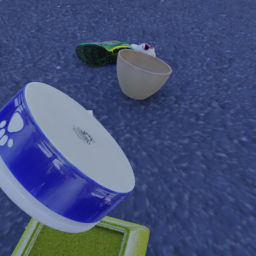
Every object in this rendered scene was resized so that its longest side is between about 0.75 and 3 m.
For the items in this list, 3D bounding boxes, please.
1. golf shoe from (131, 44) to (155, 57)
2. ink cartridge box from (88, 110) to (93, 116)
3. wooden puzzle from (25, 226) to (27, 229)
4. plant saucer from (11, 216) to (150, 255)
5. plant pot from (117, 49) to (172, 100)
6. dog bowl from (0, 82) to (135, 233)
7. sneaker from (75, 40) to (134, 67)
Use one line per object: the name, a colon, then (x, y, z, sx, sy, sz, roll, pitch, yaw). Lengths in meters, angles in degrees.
golf shoe: (0.637, -3.336, 11.871, 0.576, 0.700, 1.530, -30, 50, -27)
ink cartridge box: (-1.801, 0.053, 8.329, 1.545, 0.644, 1.122, -2, 44, -2)
wooden puzzle: (-1.767, 2.284, 6.311, 0.884, 0.205, 0.819, -26, 49, -25)
plant saucer: (-1.088, 2.692, 5.445, 2.695, 0.645, 2.691, 12, 45, 8)
plant pot: (0.390, -1.719, 9.598, 1.865, 1.252, 1.865, 15, 30, -9)
dog bowl: (-0.696, 0.283, 3.159, 0.648, 1.645, 1.645, -43, 47, 12)
sneaker: (-0.958, -3.133, 11.625, 2.439, 0.952, 1.039, 0, 36, -13)
